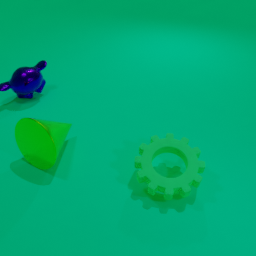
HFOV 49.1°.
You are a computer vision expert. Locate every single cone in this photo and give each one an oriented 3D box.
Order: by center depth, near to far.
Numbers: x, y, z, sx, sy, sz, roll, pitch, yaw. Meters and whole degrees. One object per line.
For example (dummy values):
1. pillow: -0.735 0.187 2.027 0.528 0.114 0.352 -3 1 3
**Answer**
1. cone: -1.866 0.141 7.104 1.338 1.338 1.344 20 31 24

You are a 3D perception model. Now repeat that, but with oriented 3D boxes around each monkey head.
1. monkey head: -3.395 -1.637 9.188 1.728 1.041 1.243 -34 64 -11

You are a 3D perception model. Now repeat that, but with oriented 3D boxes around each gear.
1. gear: 0.927 0.829 6.320 1.534 0.284 1.534 -1 53 1
